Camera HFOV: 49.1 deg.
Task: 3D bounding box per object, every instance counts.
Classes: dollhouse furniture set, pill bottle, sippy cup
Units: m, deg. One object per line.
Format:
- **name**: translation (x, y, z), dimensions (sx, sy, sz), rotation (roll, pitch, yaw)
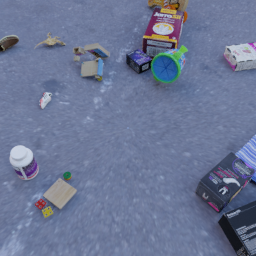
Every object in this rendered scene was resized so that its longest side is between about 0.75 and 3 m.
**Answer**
- **dollhouse furniture set**: translation (-1.605, -2.730, 12.358), dimensions (1.468, 1.015, 1.555), rotation (-2, 79, 27)
- **pill bottle**: translation (-3.208, 1.057, 8.631), dimensions (0.678, 1.205, 0.678), rotation (2, 52, -2)
- **sippy cup**: translation (1.727, -2.601, 11.321), dimensions (1.605, 1.260, 1.176), rotation (1, 32, 36)

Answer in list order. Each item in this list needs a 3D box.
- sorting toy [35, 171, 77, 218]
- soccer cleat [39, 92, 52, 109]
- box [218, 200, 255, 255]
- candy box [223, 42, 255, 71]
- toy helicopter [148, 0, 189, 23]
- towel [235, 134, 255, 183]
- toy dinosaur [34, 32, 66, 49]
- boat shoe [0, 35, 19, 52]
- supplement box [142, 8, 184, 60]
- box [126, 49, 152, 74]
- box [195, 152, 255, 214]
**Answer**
- **sorting toy**: translation (-2.068, 2.044, 8.443), dimensions (0.723, 0.254, 1.500), rotation (28, 55, 21)
- **soccer cleat**: translation (-3.230, -1.094, 11.031), dimensions (0.366, 0.295, 0.859), rotation (-2, 46, 4)
- **box**: translation (3.637, 2.688, 7.607), dimensions (1.831, 0.722, 1.292), rotation (-16, 55, -13)
- **candy box**: translation (5.437, -3.244, 12.626), dimensions (1.816, 0.554, 1.238), rotation (-8, 51, -7)
- **toy helicopter**: translation (2.069, -6.806, 14.883), dimensions (1.170, 1.961, 2.966), rotation (1, 24, -37)
- **towel**: translation (4.713, 0.967, 9.321), dimensions (2.409, 0.287, 1.744), rotation (-36, 59, -26)
- **toy dinosaur**: translation (-3.798, -4.223, 13.528), dimensions (1.505, 0.438, 0.761), rotation (-6, 52, -5)
- **boat shoe**: translation (-5.846, -3.859, 13.187), dimensions (1.527, 0.564, 0.565), rotation (-24, 57, -4)
- **supplement box**: translation (1.679, -4.398, 13.174), dimensions (1.508, 1.170, 2.733), rotation (11, 51, 9)
- **box**: translation (0.476, -2.963, 12.421), dimensions (0.735, 0.518, 0.994), rotation (-30, 57, -22)
- **box**: translation (2.915, 1.624, 8.421), dimensions (1.540, 0.817, 0.941), rotation (-33, 58, -24)
